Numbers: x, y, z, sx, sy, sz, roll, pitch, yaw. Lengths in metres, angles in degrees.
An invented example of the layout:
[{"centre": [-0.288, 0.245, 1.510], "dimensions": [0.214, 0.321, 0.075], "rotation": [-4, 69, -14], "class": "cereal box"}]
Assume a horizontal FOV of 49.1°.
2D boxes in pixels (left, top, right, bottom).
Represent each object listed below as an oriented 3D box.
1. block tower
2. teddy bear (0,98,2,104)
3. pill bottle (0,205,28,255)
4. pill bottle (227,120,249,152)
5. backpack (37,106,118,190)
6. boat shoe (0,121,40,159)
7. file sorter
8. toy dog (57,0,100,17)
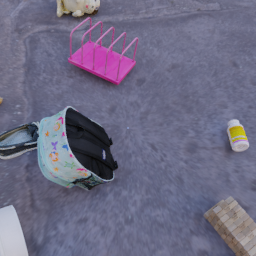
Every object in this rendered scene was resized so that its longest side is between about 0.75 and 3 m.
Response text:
[{"centre": [2.826, 2.696, 6.345], "dimensions": [0.656, 0.703, 2.431], "rotation": [-28, 56, -20], "class": "block tower"}, {"centre": [-4.822, -0.525, 8.969], "dimensions": [1.268, 0.584, 1.749], "rotation": [8, 45, -3], "class": "teddy bear"}, {"centre": [-3.522, 2.641, 5.455], "dimensions": [2.785, 1.575, 1.575], "rotation": [-15, 52, -29], "class": "pill bottle"}, {"centre": [3.256, 0.207, 8.374], "dimensions": [0.483, 0.483, 0.926], "rotation": [-1, 53, 0], "class": "pill bottle"}, {"centre": [-1.372, 0.519, 7.031], "dimensions": [1.554, 2.064, 1.832], "rotation": [-20, 61, 13], "class": "backpack"}, {"centre": [-2.836, 0.208, 8.247], "dimensions": [2.186, 0.659, 0.826], "rotation": [-30, 62, -20], "class": "boat shoe"}, {"centre": [-0.850, -2.782, 9.843], "dimensions": [2.063, 1.294, 1.434], "rotation": [27, 52, 10], "class": "file sorter"}, {"centre": [-2.153, -5.587, 12.527], "dimensions": [1.776, 1.239, 1.722], "rotation": [9, 30, 5], "class": "toy dog"}]
